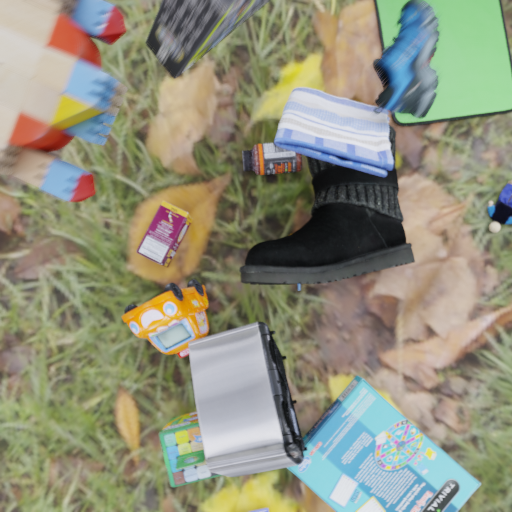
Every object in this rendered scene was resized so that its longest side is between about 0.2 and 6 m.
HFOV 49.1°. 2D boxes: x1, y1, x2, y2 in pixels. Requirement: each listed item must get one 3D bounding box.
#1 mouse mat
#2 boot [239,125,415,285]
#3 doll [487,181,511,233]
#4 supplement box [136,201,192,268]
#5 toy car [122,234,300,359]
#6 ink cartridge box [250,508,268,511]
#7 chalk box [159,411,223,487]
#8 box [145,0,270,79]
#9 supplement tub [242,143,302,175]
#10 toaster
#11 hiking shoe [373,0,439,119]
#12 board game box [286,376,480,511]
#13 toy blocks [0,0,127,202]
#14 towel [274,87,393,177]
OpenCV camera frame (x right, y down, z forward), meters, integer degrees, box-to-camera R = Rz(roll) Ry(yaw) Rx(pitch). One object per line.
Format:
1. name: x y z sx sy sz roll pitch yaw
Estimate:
1. mouse mat: 3.515 -3.956 10.442 2.388 0.112 2.968 -7 86 -1
2. boot: 1.064 -0.865 9.189 3.389 1.275 2.533 -10 89 -32
3. doll: 4.499 -0.842 10.076 0.666 0.236 0.976 32 85 4
4. supplement box: -1.591 -0.370 9.817 0.524 0.665 1.015 27 86 2
5. toy car: -0.357 0.631 9.201 3.430 1.682 1.141 -25 84 -3
6. ink cartridge box: -0.024 4.923 9.540 0.710 0.250 1.189 -11 88 -1
7. chalk box: -0.999 3.103 9.092 0.900 1.443 0.894 -14 85 0
8. box: -0.098 -3.700 7.294 2.579 3.220 0.713 -43 105 -9
9. supplement tub: 0.279 -1.734 10.003 1.037 0.555 0.555 -5 85 0
10. toaster: -0.086 2.263 8.624 1.332 2.246 2.031 -15 65 3
11. hiking shoe: 2.082 -2.865 7.905 0.820 0.704 1.892 5 69 -4
12. board game box: 2.088 3.635 9.470 2.573 0.604 1.942 42 86 4
13. toy blocks: -2.626 -2.102 6.764 2.151 1.572 3.147 24 97 1
14. towel: 1.134 -1.813 7.827 1.591 2.167 0.258 15 124 1
